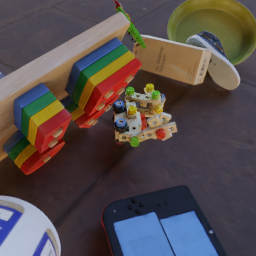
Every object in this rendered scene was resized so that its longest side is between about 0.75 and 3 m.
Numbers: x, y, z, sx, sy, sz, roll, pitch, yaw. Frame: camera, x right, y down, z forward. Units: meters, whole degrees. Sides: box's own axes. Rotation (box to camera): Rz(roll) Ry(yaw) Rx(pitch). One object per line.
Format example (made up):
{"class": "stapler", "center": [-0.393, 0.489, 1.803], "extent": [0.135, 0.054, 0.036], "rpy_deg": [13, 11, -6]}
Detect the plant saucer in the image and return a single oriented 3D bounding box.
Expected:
{"class": "plant saucer", "center": [2.635, -2.981, 8.884], "extent": [2.789, 0.433, 2.789], "rpy_deg": [-1, 70, 3]}

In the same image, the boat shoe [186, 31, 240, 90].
{"class": "boat shoe", "center": [2.580, -2.016, 8.022], "extent": [1.931, 0.683, 0.877], "rpy_deg": [48, 53, 4]}

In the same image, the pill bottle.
{"class": "pill bottle", "center": [-1.942, 2.195, 3.003], "extent": [1.773, 1.773, 2.963], "rpy_deg": [1, 15, 1]}

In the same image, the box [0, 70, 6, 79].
{"class": "box", "center": [-3.468, -0.645, 5.733], "extent": [1.453, 1.261, 2.198], "rpy_deg": [45, 15, 2]}

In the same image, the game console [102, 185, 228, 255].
{"class": "game console", "center": [0.678, 2.049, 4.809], "extent": [1.920, 0.337, 2.171], "rpy_deg": [-12, 48, -15]}

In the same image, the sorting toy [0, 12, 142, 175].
{"class": "sorting toy", "center": [-1.264, -0.379, 5.601], "extent": [1.044, 2.981, 3.000], "rpy_deg": [48, 61, 1]}

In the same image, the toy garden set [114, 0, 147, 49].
{"class": "toy garden set", "center": [-0.051, -2.504, 6.720], "extent": [0.244, 1.225, 1.021], "rpy_deg": [-29, 72, 16]}

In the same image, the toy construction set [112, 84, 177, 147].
{"class": "toy construction set", "center": [0.356, -0.248, 6.511], "extent": [1.420, 0.998, 2.166], "rpy_deg": [-1, 28, -4]}

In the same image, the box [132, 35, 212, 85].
{"class": "box", "center": [1.162, -1.941, 7.838], "extent": [2.029, 0.963, 0.789], "rpy_deg": [21, 23, 27]}
